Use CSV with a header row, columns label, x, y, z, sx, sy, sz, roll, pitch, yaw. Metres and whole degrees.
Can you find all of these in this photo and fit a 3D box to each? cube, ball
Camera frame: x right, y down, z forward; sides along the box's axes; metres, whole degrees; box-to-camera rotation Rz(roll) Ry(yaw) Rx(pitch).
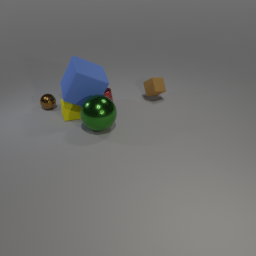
label,x,y,z,sx,sy,sz,roll,pitch,yaw
cube,-2.402,-0.792,11.763,0.700,0.700,0.700,-9,31,-18
cube,-1.798,-1.830,11.403,1.400,1.400,1.400,15,33,-30
cube,1.260,-1.944,13.229,0.700,0.700,0.700,-8,-8,-38
ball,-3.564,-1.181,12.486,0.700,0.700,0.700,0,30,0
ball,-1.123,-0.571,10.681,1.400,1.400,1.400,0,30,0

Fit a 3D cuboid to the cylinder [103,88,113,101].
label,x,y,z,sx,sy,sz,roll,pitch,yaw
cylinder,-1.059,-1.392,12.769,0.700,0.700,0.700,-8,29,4
